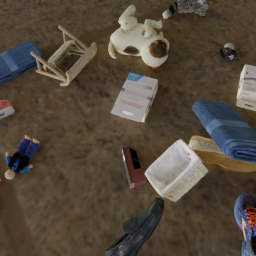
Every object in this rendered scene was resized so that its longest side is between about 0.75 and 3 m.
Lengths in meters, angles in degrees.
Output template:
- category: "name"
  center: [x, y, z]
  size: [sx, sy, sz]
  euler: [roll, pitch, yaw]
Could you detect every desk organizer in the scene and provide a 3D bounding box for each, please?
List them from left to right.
- category: "desk organizer"
  center: [0.190, 1.302, 9.562]
  size: [0.536, 0.499, 1.391]
  euler: [-10, 60, -9]

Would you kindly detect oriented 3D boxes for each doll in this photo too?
- category: "doll"
  center: [-3.770, 1.045, 9.768]
  size: [1.082, 0.384, 1.585]
  euler: [22, 68, 4]

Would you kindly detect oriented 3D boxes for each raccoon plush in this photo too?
- category: "raccoon plush"
  center: [2.914, -5.706, 13.745]
  size: [2.072, 1.002, 1.388]
  euler: [-43, 82, 11]

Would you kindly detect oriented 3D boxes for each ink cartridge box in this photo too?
- category: "ink cartridge box"
  center: [0.274, -1.046, 10.825]
  size: [1.213, 0.698, 2.094]
  euler: [18, 61, 10]
- category: "ink cartridge box"
  center: [5.036, -1.617, 11.228]
  size: [1.035, 0.596, 1.787]
  euler: [15, 61, 9]

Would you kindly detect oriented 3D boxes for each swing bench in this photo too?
- category: "swing bench"
  center: [-2.585, -2.898, 11.660]
  size: [1.928, 1.251, 1.917]
  euler: [30, 63, 11]

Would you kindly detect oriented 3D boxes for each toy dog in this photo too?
- category: "toy dog"
  center: [0.617, -3.613, 11.803]
  size: [2.475, 1.727, 2.399]
  euler: [36, 66, 17]

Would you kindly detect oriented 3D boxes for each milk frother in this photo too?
- category: "milk frother"
  center: [4.392, -3.440, 12.227]
  size: [0.683, 0.757, 0.712]
  euler: [-2, 59, 3]

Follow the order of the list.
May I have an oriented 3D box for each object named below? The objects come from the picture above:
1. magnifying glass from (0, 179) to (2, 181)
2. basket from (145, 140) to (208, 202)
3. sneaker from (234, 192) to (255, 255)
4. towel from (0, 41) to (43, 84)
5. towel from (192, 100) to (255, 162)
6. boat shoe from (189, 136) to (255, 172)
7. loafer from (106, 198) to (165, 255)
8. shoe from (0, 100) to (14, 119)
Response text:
- category: "magnifying glass"
  center: [-4.850, 2.095, 9.306]
  size: [1.333, 0.149, 0.530]
  euler: [-37, 66, -18]
- category: "basket"
  center: [1.554, 1.373, 8.774]
  size: [1.622, 1.000, 1.099]
  euler: [-45, 42, 6]
- category: "sneaker"
  center: [3.793, 3.003, 8.304]
  size: [0.869, 0.905, 2.306]
  euler: [0, 59, -1]
- category: "towel"
  center: [-4.907, -2.758, 11.915]
  size: [2.452, 0.595, 1.369]
  euler: [-32, 64, -16]
- category: "towel"
  center: [3.325, 0.046, 9.420]
  size: [1.611, 0.700, 2.885]
  euler: [7, 33, -18]
- category: "boat shoe"
  center: [3.342, 0.798, 9.588]
  size: [2.571, 0.948, 0.889]
  euler: [14, 56, 2]
- category: "loafer"
  center: [0.199, 2.839, 7.782]
  size: [0.806, 0.780, 2.297]
  euler: [34, 99, 4]
- category: "shoe"
  center: [-5.074, -0.646, 10.764]
  size: [1.257, 0.449, 0.572]
  euler: [-26, 61, -20]
